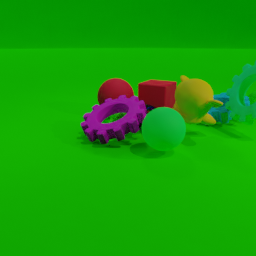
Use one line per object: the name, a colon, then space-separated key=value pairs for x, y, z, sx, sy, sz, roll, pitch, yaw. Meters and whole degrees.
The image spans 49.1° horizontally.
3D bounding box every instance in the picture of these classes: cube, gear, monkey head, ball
cube: x=1.055 y=-1.114 z=10.092 sx=1.063 sy=1.063 sz=1.063 roll=10 pitch=21 yaw=28
gear: x=3.068 y=-0.705 z=9.699 sx=2.097 sy=0.388 sz=2.097 roll=-11 pitch=21 yaw=4
monkey head: x=1.948 y=-0.691 z=7.643 sx=1.405 sy=1.177 sz=1.953 roll=13 pitch=24 yaw=-24
gear: x=3.565 y=-1.017 z=7.907 sx=0.341 sy=1.843 sz=1.843 roll=19 pitch=10 yaw=-23
ball: x=0.853 y=0.025 z=6.732 sx=1.050 sy=1.050 sz=1.050 roll=0 pitch=18 yaw=0
gear: x=-0.389 y=-0.283 z=7.785 sx=1.821 sy=0.337 sz=1.821 roll=-14 pitch=34 yaw=9
ball: x=-0.439 y=-1.123 z=10.097 sx=1.331 sy=1.331 sz=1.331 roll=0 pitch=18 yaw=0

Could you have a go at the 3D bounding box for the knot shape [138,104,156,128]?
knot shape: x=0.779 y=-0.247 z=8.405 sx=1.496 sy=0.691 sz=1.400 roll=-18 pitch=24 yaw=-38

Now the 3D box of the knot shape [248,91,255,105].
knot shape: x=5.338 y=-1.028 z=10.368 sx=1.761 sy=0.869 sz=1.882 roll=3 pitch=18 yaw=21

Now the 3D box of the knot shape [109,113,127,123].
knot shape: x=-0.178 y=-0.433 z=9.315 sx=1.070 sy=0.528 sz=1.144 roll=-6 pitch=19 yaw=-19
